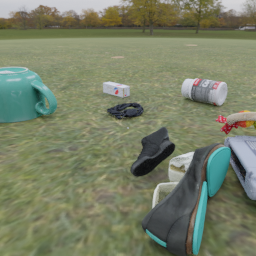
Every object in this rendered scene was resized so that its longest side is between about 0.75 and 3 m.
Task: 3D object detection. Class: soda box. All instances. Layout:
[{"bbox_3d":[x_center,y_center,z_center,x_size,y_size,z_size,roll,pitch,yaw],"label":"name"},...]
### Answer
[{"bbox_3d":[-0.538,-1.746,12.657,1.352,0.460,0.430,20,29,41],"label":"soda box"}]

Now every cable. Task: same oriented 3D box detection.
[{"bbox_3d":[-0.087,-0.638,10.174,1.110,0.346,1.360,13,27,41],"label":"cable"}]

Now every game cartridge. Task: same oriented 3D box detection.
[{"bbox_3d":[3.226,0.789,5.912,1.872,0.584,2.811,7,16,8],"label":"game cartridge"}]

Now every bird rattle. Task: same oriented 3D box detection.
[{"bbox_3d":[2.889,-0.231,7.026,1.331,0.750,1.085,6,-10,23],"label":"bird rattle"}]

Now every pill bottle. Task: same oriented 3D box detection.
[{"bbox_3d":[3.094,-1.519,11.464,1.648,0.938,0.938,18,28,38],"label":"pill bottle"}]

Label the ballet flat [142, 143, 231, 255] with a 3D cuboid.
[{"bbox_3d":[1.122,0.993,5.133,1.025,1.019,2.997,7,22,27],"label":"ballet flat"}]

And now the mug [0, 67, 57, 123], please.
[{"bbox_3d":[-3.875,-1.300,10.012,2.567,1.587,2.110,-5,22,-12],"label":"mug"}]

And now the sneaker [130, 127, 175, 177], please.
[{"bbox_3d":[0.493,0.503,6.316,1.413,0.424,0.737,-32,38,-20],"label":"sneaker"}]
